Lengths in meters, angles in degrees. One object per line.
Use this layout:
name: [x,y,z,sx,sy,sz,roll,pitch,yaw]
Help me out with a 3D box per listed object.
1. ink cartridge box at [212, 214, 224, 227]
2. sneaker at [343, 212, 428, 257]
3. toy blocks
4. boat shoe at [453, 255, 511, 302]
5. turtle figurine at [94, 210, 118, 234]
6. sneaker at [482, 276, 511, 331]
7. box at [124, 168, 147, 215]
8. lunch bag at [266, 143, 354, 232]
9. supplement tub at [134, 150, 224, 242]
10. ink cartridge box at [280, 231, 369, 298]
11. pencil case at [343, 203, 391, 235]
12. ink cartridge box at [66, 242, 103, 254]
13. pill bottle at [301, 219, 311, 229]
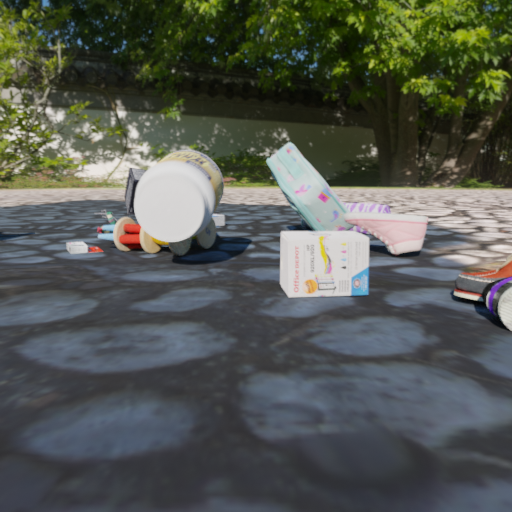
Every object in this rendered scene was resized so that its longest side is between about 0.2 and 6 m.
ink cartridge box: [-1.417,-1.065,16.713,0.785,0.332,0.567,5,11,37]
sneaker: [2.472,-0.423,10.871,1.600,0.836,0.602,6,8,13]
toy blocks: [-2.111,-0.487,11.781,2.021,0.734,1.684,4,11,27]
boat shoe: [3.698,0.212,7.361,2.387,0.747,0.850,-3,11,-12]
turtle figurine: [-3.001,-0.562,12.296,1.144,0.576,0.856,17,-11,9]
sneaker: [3.456,0.419,6.333,1.859,0.646,0.925,-1,8,-4]
box: [-2.041,-1.268,11.594,1.226,0.755,1.216,8,19,-18]
lunch bag: [1.141,-1.475,12.720,1.913,0.920,2.386,43,12,-34]
supplement tub: [-1.313,-1.049,9.690,1.336,1.336,1.851,1,19,4]
ink cartridge box: [0.919,0.099,7.795,1.111,0.818,0.804,-2,9,-5]
pencil case: [2.549,-0.958,14.729,2.019,0.847,0.863,7,-22,33]
ink cartridge box: [-3.584,-0.179,11.694,0.646,0.162,0.744,-5,10,-24]
pill bottle: [1.620,-0.936,15.747,0.672,0.380,0.380,9,13,44]
